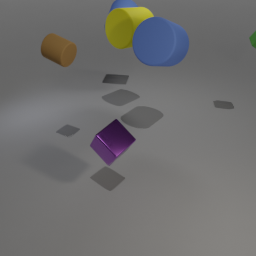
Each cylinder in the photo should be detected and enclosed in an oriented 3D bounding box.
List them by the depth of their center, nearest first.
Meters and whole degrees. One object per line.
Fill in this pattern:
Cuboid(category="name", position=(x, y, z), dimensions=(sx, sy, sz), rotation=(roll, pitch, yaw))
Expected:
Cuboid(category="cylinder", position=(-1.875, -2.114, 7.619), dimensions=(0.700, 0.700, 0.700), rotation=(28, 36, 14))
Cuboid(category="cylinder", position=(1.054, -2.649, 8.788), dimensions=(1.400, 1.400, 1.400), rotation=(15, 17, 25))
Cuboid(category="cylinder", position=(0.103, -3.773, 10.541), dimensions=(1.400, 1.400, 1.400), rotation=(23, 33, 35))
Cuboid(category="cylinder", position=(-0.259, -5.011, 13.023), dimensions=(1.400, 1.400, 1.400), rotation=(6, 58, 11))

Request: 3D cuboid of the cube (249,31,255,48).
Cuboid(category="cube", position=(4.879, -3.165, 9.968), dimensions=(0.700, 0.700, 0.700), rotation=(29, 41, -12))

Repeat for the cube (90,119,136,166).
Cuboid(category="cube", position=(-0.371, 0.350, 6.678), dimensions=(0.700, 0.700, 0.700), rotation=(47, 60, 5))
